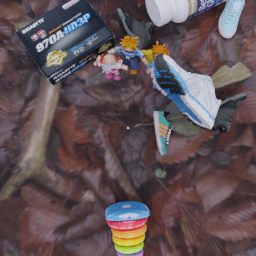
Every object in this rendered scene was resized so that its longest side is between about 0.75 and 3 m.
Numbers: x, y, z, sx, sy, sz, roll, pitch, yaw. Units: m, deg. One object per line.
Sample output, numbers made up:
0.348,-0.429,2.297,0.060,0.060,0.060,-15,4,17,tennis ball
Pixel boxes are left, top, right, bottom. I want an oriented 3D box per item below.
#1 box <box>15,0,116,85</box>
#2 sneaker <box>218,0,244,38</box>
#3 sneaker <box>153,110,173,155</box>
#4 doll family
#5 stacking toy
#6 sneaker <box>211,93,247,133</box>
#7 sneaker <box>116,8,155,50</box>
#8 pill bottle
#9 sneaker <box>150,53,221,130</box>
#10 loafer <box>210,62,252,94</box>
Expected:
-2.134,-3.121,9.763,2.736,0.629,2.175,-34,80,-7,box
3.698,-4.145,9.926,0.689,0.764,1.864,13,78,4,sneaker
1.192,0.122,9.110,0.598,0.534,1.497,-6,76,3,sneaker
0.352,-2.221,9.012,2.743,1.703,1.236,12,79,3,doll family
0.029,3.393,8.226,1.284,1.214,2.212,-3,90,-4,stacking toy
3.285,-0.448,9.195,1.680,0.642,0.962,-32,81,-3,sneaker
0.302,-3.602,9.887,0.973,0.649,1.698,-33,83,-8,sneaker
2.046,-4.585,9.634,2.716,1.508,1.508,-28,79,-6,pill bottle
1.795,-1.246,8.186,2.914,1.092,1.263,42,76,-34,sneaker
3.096,-1.633,9.409,2.112,0.803,0.712,-19,77,-14,loafer
